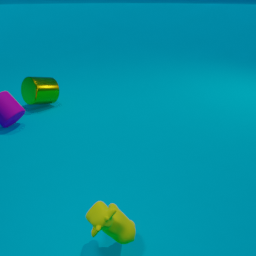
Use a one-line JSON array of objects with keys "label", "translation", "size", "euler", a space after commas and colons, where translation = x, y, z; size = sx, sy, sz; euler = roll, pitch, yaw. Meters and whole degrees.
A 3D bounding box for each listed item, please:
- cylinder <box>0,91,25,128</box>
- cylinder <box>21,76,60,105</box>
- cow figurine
[{"label": "cylinder", "translation": [-3.741, -0.568, 8.574], "size": [0.817, 0.817, 0.817], "euler": [48, 35, -2]}, {"label": "cylinder", "translation": [-3.127, -1.334, 9.993], "size": [0.972, 0.972, 0.972], "euler": [20, 19, 34]}, {"label": "cow figurine", "translation": [-0.222, 1.457, 4.217], "size": [0.489, 0.891, 0.877], "euler": [-48, 6, -5]}]
